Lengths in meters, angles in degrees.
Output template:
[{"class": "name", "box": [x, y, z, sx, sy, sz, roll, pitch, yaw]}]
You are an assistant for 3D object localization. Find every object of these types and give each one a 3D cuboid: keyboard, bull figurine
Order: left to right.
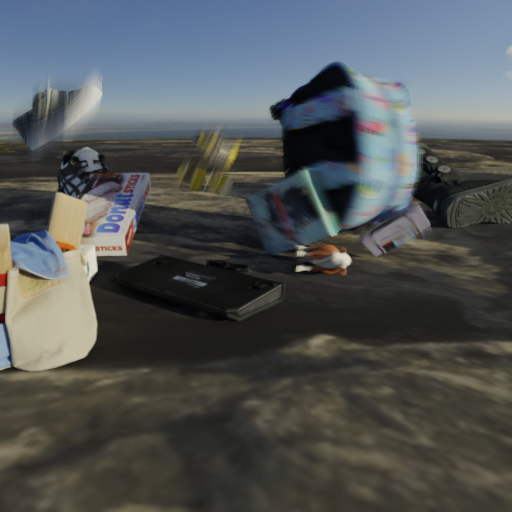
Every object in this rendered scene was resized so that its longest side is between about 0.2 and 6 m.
[{"class": "keyboard", "box": [-0.754, 0.388, 7.832, 2.429, 0.312, 1.459, 13, 26, 37]}, {"class": "bull figurine", "box": [1.026, 0.051, 8.679, 0.789, 0.423, 1.300, 3, 4, 5]}]

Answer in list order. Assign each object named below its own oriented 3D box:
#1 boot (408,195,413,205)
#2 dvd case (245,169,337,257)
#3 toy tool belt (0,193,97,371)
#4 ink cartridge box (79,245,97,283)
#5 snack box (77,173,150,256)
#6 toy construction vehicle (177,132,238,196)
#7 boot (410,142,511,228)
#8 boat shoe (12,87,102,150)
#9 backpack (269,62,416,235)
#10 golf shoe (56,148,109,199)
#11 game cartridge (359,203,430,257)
[{"class": "boot", "box": [2.958, -2.079, 15.499, 1.240, 1.210, 3.288, -9, 20, -13]}, {"class": "dvd case", "box": [0.530, -0.659, 9.172, 0.168, 1.117, 1.530, -26, 6, -40]}, {"class": "toy tool belt", "box": [-2.913, 0.296, 5.467, 2.694, 1.656, 1.682, -11, 19, -36]}, {"class": "ink cartridge box", "box": [-2.850, 0.233, 7.990, 0.834, 0.479, 1.424, -1, 15, -2]}, {"class": "snack box", "box": [-2.969, -0.927, 11.215, 1.282, 0.433, 3.565, 0, 26, -3]}, {"class": "toy construction vehicle", "box": [-0.870, -1.584, 9.721, 1.149, 1.001, 0.405, 32, 22, 30]}, {"class": "boot", "box": [4.678, -1.814, 13.291, 2.525, 1.006, 3.064, -6, 30, -17]}, {"class": "boat shoe", "box": [-2.721, -1.958, 7.503, 1.632, 0.553, 0.585, -14, 35, 41]}, {"class": "backpack", "box": [1.688, -1.812, 9.711, 2.138, 2.901, 3.178, -3, 0, -15]}, {"class": "golf shoe", "box": [-4.083, -1.820, 13.680, 1.279, 1.555, 3.290, -12, 21, -41]}, {"class": "game cartridge", "box": [2.288, -0.401, 9.200, 1.058, 0.686, 0.203, -32, 50, 17]}]
